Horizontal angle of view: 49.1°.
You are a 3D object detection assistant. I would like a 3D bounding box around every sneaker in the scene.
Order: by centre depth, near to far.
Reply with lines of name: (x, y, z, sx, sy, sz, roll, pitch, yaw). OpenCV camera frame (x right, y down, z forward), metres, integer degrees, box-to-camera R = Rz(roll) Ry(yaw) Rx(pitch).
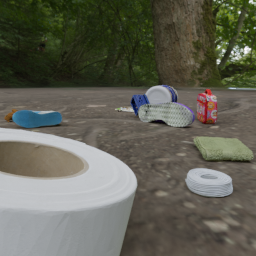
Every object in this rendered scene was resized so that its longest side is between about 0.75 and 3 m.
sneaker: (-3.946, -0.381, 12.208, 2.016, 0.771, 0.814, 1, -1, -20)
sneaker: (2.001, -0.735, 12.944, 1.491, 1.042, 2.998, -9, 14, -41)

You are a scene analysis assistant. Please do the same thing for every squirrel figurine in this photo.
squirrel figurine: (-5.516, -0.559, 13.462, 0.791, 0.560, 0.738, 2, 17, 26)

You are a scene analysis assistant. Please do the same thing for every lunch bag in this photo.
lunch bag: (3.740, -1.052, 13.268, 0.715, 1.538, 1.746, 0, 11, 2)

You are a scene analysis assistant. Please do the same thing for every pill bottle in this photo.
pill bottle: (2.133, -1.806, 17.090, 1.601, 1.601, 2.767, 4, 12, 21)

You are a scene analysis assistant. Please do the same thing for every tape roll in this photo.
tape roll: (-1.302, 0.798, 3.592, 2.777, 0.971, 2.777, 12, 8, -2)

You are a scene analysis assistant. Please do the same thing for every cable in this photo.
cable: (1.600, 1.063, 5.522, 0.883, 0.306, 0.883, 1, 11, 6)

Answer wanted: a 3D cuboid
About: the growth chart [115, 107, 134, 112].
growth chart: (0.194, -1.141, 17.472, 1.762, 0.156, 1.275, 4, 12, 13)

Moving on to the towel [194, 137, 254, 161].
towel: (2.671, 0.576, 8.008, 1.374, 0.338, 1.852, 2, 10, 4)

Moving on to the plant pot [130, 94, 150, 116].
plant pot: (0.668, -1.248, 14.566, 0.762, 0.848, 0.848, -16, -19, -16)
